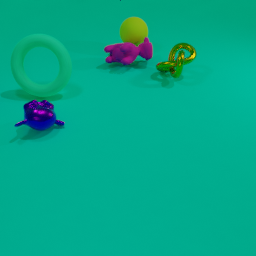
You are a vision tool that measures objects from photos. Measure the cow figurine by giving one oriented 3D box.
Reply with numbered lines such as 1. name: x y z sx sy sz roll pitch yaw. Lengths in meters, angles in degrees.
1. cow figurine: 0.097 -2.721 9.983 1.546 0.849 1.521 10 29 31

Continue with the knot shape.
1. knot shape: 1.651 -2.263 9.182 1.296 0.640 1.385 -48 24 -9

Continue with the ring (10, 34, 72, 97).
1. ring: -2.501 -1.786 8.076 1.773 1.773 0.355 1 14 2

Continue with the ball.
1. ball: 0.217 -3.589 10.498 1.070 1.070 1.070 0 38 0

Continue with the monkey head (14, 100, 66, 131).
1. monkey head: -2.256 -0.250 7.071 1.248 0.898 0.752 -2 72 -33
